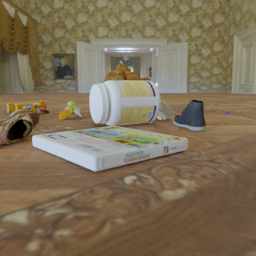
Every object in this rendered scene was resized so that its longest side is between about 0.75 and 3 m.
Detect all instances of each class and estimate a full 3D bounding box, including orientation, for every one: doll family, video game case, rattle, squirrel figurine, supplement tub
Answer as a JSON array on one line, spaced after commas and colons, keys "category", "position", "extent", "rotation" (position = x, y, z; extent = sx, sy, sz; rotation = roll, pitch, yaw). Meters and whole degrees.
[{"category": "doll family", "position": [-4.695, -1.046, 14.091], "extent": [1.626, 0.733, 1.009], "rotation": [-9, 12, -43]}, {"category": "video game case", "position": [-0.493, 0.352, 6.664], "extent": [2.570, 0.323, 2.824], "rotation": [-8, 11, -39]}, {"category": "rattle", "position": [-2.516, -0.567, 12.798], "extent": [0.929, 1.019, 1.427], "rotation": [26, -13, -4]}, {"category": "squirrel figurine", "position": [-0.213, -2.138, 11.806], "extent": [1.641, 1.161, 1.532], "rotation": [-6, 54, -37]}, {"category": "supplement tub", "position": [-0.128, -0.948, 10.505], "extent": [2.300, 1.672, 1.672], "rotation": [-4, 10, -25]}]

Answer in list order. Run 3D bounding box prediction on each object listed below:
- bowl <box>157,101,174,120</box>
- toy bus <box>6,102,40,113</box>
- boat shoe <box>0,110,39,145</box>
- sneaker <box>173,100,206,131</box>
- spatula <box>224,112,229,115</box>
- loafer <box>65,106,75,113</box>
[{"category": "bowl", "position": [1.413, -0.682, 12.043], "extent": [1.052, 0.494, 1.052], "rotation": [37, -14, 11]}, {"category": "toy bus", "position": [-5.607, -1.085, 15.041], "extent": [1.625, 0.529, 0.636], "rotation": [-8, 13, -44]}, {"category": "boat shoe", "position": [-2.962, 0.008, 7.639], "extent": [0.757, 0.798, 2.108], "rotation": [6, 19, 13]}, {"category": "sneaker", "position": [2.217, -0.530, 10.000], "extent": [0.700, 0.994, 1.870], "rotation": [-3, 9, -17]}, {"category": "spatula", "position": [5.099, -0.762, 14.384], "extent": [0.238, 0.087, 0.843], "rotation": [5, 10, 25]}, {"category": "loafer", "position": [-3.013, -0.909, 14.334], "extent": [0.446, 0.447, 1.278], "rotation": [-5, 1, -1]}]
